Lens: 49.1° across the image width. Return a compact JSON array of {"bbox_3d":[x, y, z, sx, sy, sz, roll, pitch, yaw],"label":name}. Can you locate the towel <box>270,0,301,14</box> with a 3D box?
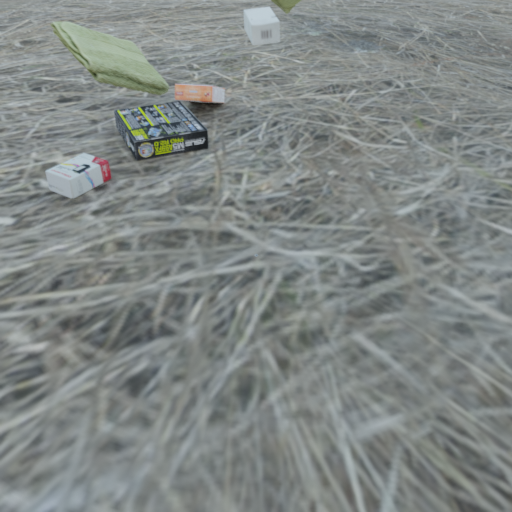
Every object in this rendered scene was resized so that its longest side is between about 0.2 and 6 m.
[{"bbox_3d":[0.684,-4.667,8.994,1.026,1.384,0.252,27,36,-46],"label":"towel"}]

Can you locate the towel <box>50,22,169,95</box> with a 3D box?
[{"bbox_3d":[-2.506,-3.477,9.895,1.456,0.358,1.963,50,26,18],"label":"towel"}]

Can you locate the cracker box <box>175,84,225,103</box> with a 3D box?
[{"bbox_3d":[-1.470,-4.291,14.855,0.999,0.430,1.492,6,14,8],"label":"cracker box"}]

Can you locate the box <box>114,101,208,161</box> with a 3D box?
[{"bbox_3d":[-2.302,-3.039,13.385,1.737,0.480,2.169,-15,37,-19],"label":"box"}]

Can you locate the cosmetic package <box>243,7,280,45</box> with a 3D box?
[{"bbox_3d":[0.100,-4.413,10.736,0.561,0.404,0.995,-10,41,-7],"label":"cosmetic package"}]

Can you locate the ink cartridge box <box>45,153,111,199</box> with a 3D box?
[{"bbox_3d":[-3.611,-1.643,11.405,0.757,0.430,1.039,20,39,27],"label":"ink cartridge box"}]
